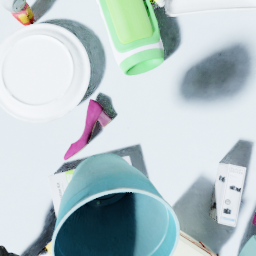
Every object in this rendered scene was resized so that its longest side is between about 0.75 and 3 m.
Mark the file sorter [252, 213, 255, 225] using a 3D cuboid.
[{"bbox_3d":[4.461,2.126,6.689,2.098,1.316,1.458,21,85,2],"label":"file sorter"}]

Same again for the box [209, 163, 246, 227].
[{"bbox_3d":[2.460,1.614,6.986,0.429,0.833,1.428,12,83,1],"label":"box"}]

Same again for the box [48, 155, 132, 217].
[{"bbox_3d":[-0.795,1.758,7.174,2.144,0.441,1.671,-14,84,0],"label":"box"}]

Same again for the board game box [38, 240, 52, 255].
[{"bbox_3d":[-0.848,3.487,6.388,2.592,1.756,0.449,44,48,3],"label":"board game box"}]

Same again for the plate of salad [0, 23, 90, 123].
[{"bbox_3d":[-2.287,-1.432,7.390,2.655,0.638,2.655,0,84,4],"label":"plate of salad"}]

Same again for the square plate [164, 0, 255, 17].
[{"bbox_3d":[2.258,-4.447,7.817,2.745,0.394,2.771,-4,84,0],"label":"square plate"}]

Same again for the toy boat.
[{"bbox_3d":[-2.929,-4.234,7.311,2.447,1.353,2.911,-8,84,-1],"label":"toy boat"}]

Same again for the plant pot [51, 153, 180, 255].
[{"bbox_3d":[-0.253,1.125,3.983,1.551,1.457,1.551,-4,112,-11],"label":"plant pot"}]

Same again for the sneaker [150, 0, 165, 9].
[{"bbox_3d":[0.609,-3.974,7.455,0.639,0.738,1.634,-20,61,-1],"label":"sneaker"}]

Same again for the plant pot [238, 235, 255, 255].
[{"bbox_3d":[3.207,3.500,6.059,1.513,1.514,2.142,-1,110,0],"label":"plant pot"}]

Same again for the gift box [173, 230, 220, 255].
[{"bbox_3d":[1.183,3.353,6.356,1.697,1.817,1.677,32,90,2],"label":"gift box"}]

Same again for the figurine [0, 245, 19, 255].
[{"bbox_3d":[-2.188,4.170,6.203,2.674,1.151,2.609,26,104,2],"label":"figurine"}]

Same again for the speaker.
[{"bbox_3d":[-0.039,-2.934,7.238,1.309,1.309,2.961,-18,85,-2],"label":"speaker"}]

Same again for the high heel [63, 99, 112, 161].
[{"bbox_3d":[-1.229,0.045,7.272,0.809,0.567,1.682,45,71,-6],"label":"high heel"}]
